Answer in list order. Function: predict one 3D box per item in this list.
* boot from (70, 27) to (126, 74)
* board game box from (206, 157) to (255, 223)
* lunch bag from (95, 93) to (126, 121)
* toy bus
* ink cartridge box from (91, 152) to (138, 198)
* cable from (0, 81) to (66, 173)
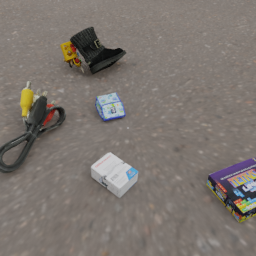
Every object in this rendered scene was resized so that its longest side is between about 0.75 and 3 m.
[{"bbox_3d":[-1.040,-3.049,10.507,0.779,1.548,2.070,-26,9,43],"label":"boot"},{"bbox_3d":[2.669,1.316,6.239,1.376,0.390,1.138,-17,42,-19],"label":"board game box"},{"bbox_3d":[-0.543,-0.613,8.545,0.716,0.536,0.842,-14,59,-19],"label":"lunch bag"},{"bbox_3d":[-2.151,-2.663,10.531,0.585,1.068,1.132,-19,46,0],"label":"toy bus"},{"bbox_3d":[-0.315,1.068,6.497,0.904,0.388,0.662,30,48,28],"label":"ink cartridge box"},{"bbox_3d":[-2.607,0.076,7.593,0.718,1.385,2.852,-20,45,40],"label":"cable"}]
